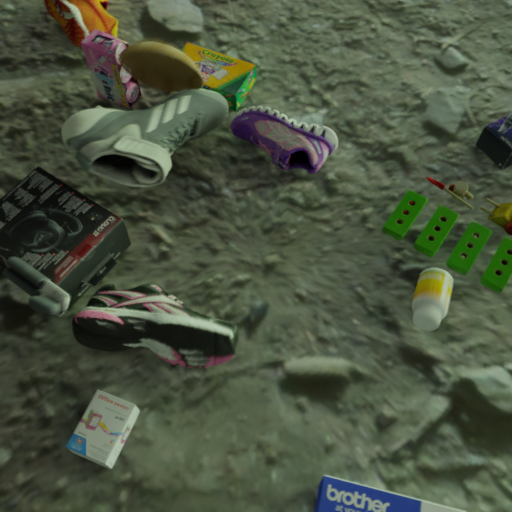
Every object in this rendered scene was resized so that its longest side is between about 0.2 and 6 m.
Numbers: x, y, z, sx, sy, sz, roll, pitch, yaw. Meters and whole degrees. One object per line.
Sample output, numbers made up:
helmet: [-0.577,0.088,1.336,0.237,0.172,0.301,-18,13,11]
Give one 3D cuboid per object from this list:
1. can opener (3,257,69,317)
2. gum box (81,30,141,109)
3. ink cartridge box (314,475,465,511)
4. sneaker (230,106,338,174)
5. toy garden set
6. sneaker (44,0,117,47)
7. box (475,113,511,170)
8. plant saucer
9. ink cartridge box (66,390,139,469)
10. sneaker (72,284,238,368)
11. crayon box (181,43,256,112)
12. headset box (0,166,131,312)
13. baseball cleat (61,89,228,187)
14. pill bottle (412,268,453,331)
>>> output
can opener: [-3.430,0.464,8.547,1.448,0.484,0.386,29,102,25]
gum box: [-2.972,-3.866,11.567,0.842,1.484,0.491,25,63,15]
ink cartridge box: [2.196,4.024,7.372,2.998,0.663,1.409,12,59,7]
sneaker: [0.461,-2.206,11.002,2.168,0.872,0.959,18,69,9]
toy garden set: [3.740,-0.544,10.237,2.264,0.452,1.887,31,66,18]
sneaker: [-4.261,-6.023,13.254,1.195,1.131,3.098,-22,68,-30]
box: [5.135,-2.344,11.200,1.093,0.570,0.808,-28,64,-16]
plant saucer: [-1.799,-3.676,10.836,1.672,1.672,0.296,12,80,7]
ink cartridge box: [-2.274,2.578,8.382,0.680,0.398,0.941,18,60,11]
sneaker: [-1.526,0.945,9.028,2.602,1.045,1.124,13,43,-3]
crayon box: [-0.980,-3.885,12.145,1.726,0.503,1.025,22,62,13]
headset box: [-3.486,-0.277,9.786,2.313,0.893,1.721,31,64,16]
baseball cleat: [-1.720,-2.108,10.393,3.460,1.206,1.841,-22,61,-31]
pill bottle: [2.887,0.723,9.231,0.564,0.564,1.001,19,49,11]
